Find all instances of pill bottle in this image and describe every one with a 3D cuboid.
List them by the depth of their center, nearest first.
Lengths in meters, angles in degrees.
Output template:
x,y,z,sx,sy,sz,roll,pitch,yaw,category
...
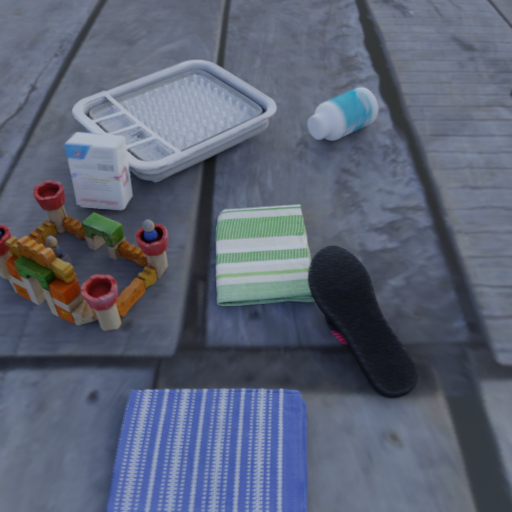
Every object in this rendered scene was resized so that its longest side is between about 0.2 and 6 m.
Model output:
x,y,z,sx,sy,sz,roll,pitch,yaw,category
1.971,-3.233,12.955,1.603,0.888,0.888,-29,53,-25,pill bottle

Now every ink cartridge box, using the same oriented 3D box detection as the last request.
x,y,z,sx,sy,sz,roll,pitch,yaw,category
-3.044,-1.641,10.945,0.995,1.377,0.583,6,36,6,ink cartridge box

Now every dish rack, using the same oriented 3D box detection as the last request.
x,y,z,sx,sy,sz,roll,pitch,yaw,category
-1.820,-3.093,12.864,3.864,0.841,3.316,-32,53,-26,dish rack

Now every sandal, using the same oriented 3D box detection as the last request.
x,y,z,sx,sy,sz,roll,pitch,yaw,category
1.623,1.076,9.162,1.040,0.624,2.768,-19,64,-14,sandal

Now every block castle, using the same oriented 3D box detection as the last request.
x,y,z,sx,sy,sz,roll,pitch,yaw,category
-3.153,-0.145,9.705,2.908,1.364,1.943,23,51,20,block castle

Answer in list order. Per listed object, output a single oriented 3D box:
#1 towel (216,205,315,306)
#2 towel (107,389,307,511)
x,y,z,sx,sy,sz,roll,pitch,yaw,category
0.137,-0.060,10.399,1.781,0.273,2.335,-3,48,-3,towel
-0.599,2.743,7.774,2.633,0.314,1.906,0,49,2,towel
